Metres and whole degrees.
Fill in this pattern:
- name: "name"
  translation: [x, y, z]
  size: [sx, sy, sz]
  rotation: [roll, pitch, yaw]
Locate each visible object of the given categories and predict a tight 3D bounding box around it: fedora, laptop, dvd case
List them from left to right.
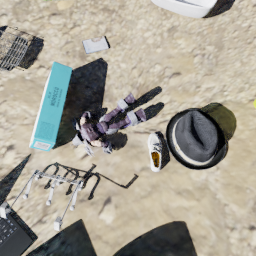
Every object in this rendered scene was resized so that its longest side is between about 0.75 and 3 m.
- name: "laptop"
  translation: [-4.134, 2.877, 7.219]
  size: [2.342, 1.209, 2.075]
  rotation: [41, 75, 14]
- name: "dvd case"
  translation: [-1.185, -3.007, 10.107]
  size: [0.847, 0.074, 0.604]
  rotation: [-17, 68, -9]
- name: "fedora"
  translation: [2.106, 0.206, 8.411]
  size: [2.036, 0.930, 2.036]
  rotation: [0, 69, -1]

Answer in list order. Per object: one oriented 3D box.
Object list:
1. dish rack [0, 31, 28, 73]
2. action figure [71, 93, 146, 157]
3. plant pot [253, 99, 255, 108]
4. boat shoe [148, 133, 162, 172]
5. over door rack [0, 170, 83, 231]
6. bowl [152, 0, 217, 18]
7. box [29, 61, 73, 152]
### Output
- name: "dish rack"
  translation: [-4.550, -2.711, 9.788]
  size: [2.062, 0.562, 1.581]
  rotation: [19, 71, 5]
- name: "action figure"
  translation: [-0.670, -0.041, 8.608]
  size: [2.445, 0.848, 1.591]
  rotation: [-29, 78, -7]
- name: "plant pot"
  translation: [5.061, -1.297, 8.435]
  size: [2.003, 2.013, 1.826]
  rotation: [23, 74, 13]
- name: "boat shoe"
  translation: [0.830, 0.700, 8.488]
  size: [0.432, 0.425, 1.217]
  rotation: [0, 69, 0]
- name: "over door rack"
  translation: [-2.184, 1.913, 7.407]
  size: [1.489, 2.015, 0.671]
  rotation: [12, 111, 4]
- name: "bowl"
  translation: [2.191, -5.325, 10.565]
  size: [2.602, 0.971, 2.598]
  rotation: [22, 70, 8]
- name: "box"
  translation: [-2.349, -0.651, 8.583]
  size: [0.629, 1.053, 2.560]
  rotation: [16, 66, -20]
